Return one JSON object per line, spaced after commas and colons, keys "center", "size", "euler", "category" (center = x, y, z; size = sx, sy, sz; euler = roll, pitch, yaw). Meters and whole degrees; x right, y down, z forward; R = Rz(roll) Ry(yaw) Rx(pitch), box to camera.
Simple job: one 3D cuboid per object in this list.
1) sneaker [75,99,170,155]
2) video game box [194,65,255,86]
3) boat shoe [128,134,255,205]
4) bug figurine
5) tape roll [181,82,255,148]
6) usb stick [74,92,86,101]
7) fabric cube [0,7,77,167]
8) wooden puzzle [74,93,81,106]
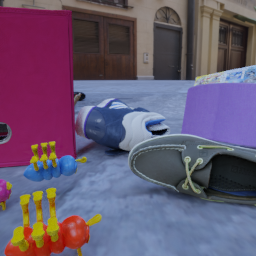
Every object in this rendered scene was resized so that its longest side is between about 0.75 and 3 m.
{"center": [0.095, -0.036, 5.990], "size": [1.689, 0.929, 2.307], "euler": [13, 10, 15], "category": "sneaker"}
{"center": [3.002, -1.142, 8.732], "size": [2.066, 0.484, 1.883], "euler": [-6, 39, 32], "category": "video game box"}
{"center": [0.978, 0.504, 3.411], "size": [2.048, 0.732, 0.612], "euler": [6, 7, 9], "category": "boat shoe"}
{"center": [-1.136, 0.739, 2.810], "size": [1.592, 0.528, 2.052], "euler": [-9, 17, -11], "category": "bug figurine"}
{"center": [2.199, -0.079, 4.571], "size": [2.550, 0.836, 2.550], "euler": [8, 1, 0], "category": "tape roll"}
{"center": [-3.586, -1.798, 15.335], "size": [2.906, 0.474, 0.806], "euler": [8, 8, 33], "category": "usb stick"}
{"center": [-2.383, -0.811, 5.441], "size": [2.477, 2.516, 2.524], "euler": [-3, 12, -18], "category": "fabric cube"}
{"center": [-2.036, -0.932, 10.411], "size": [0.163, 0.810, 0.875], "euler": [32, 7, -8], "category": "wooden puzzle"}
